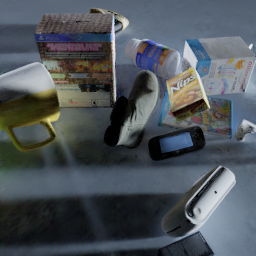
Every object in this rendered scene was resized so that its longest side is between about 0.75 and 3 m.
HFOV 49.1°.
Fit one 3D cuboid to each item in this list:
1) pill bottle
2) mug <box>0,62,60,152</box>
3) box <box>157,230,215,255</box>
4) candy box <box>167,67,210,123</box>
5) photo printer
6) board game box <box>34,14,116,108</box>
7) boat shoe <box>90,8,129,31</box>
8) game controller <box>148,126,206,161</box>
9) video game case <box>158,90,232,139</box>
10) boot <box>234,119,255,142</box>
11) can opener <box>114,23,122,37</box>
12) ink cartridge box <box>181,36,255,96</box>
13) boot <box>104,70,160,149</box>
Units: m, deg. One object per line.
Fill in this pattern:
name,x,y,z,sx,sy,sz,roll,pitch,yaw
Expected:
pill bottle,0.977,-3.016,11.841,2.191,1.228,1.228,30,52,27
mug,-3.405,-0.736,8.735,2.061,2.010,2.510,-22,50,-33
box,1.213,2.842,6.091,1.075,0.798,0.576,-16,47,-17
candy box,1.610,-0.951,7.716,0.909,0.435,1.574,-25,37,21
photo printer,1.598,1.828,6.677,0.630,1.510,1.815,45,58,12
board game box,-1.633,-2.265,9.811,2.365,2.966,1.436,0,44,-1
boat shoe,-1.013,-5.910,15.173,2.356,0.869,0.815,32,48,19
game controller,1.464,0.478,8.523,1.720,0.362,0.897,-16,39,12
video game case,2.387,-0.527,9.833,2.429,0.216,1.738,10,50,9
boot,3.590,0.146,8.580,0.521,0.677,1.417,30,14,16
can opener,-1.270,-4.595,13.881,0.830,0.657,2.496,30,51,28
ink cartridge box,3.568,-2.408,10.894,2.561,1.646,1.604,-5,45,-4
boot,0.169,-0.632,8.123,0.888,1.714,2.624,14,86,20
